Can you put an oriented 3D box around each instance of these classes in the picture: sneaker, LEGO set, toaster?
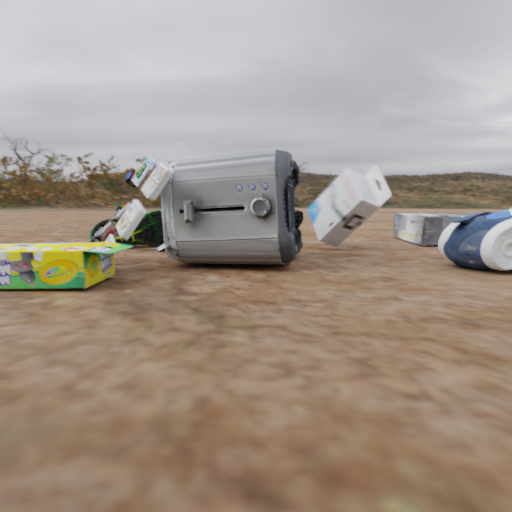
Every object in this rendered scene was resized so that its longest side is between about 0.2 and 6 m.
[{"bbox_3d":[-2.505,-0.569,11.740,1.996,0.779,0.850,-4,7,-28],"label":"sneaker"},{"bbox_3d":[3.840,-0.414,8.364,2.229,0.898,1.632,-19,11,-13],"label":"sneaker"},{"bbox_3d":[-1.883,-0.648,8.559,0.580,1.764,2.362,34,2,-25],"label":"LEGO set"},{"bbox_3d":[-0.295,-0.750,8.984,1.988,1.749,3.078,-1,5,8],"label":"toaster"}]

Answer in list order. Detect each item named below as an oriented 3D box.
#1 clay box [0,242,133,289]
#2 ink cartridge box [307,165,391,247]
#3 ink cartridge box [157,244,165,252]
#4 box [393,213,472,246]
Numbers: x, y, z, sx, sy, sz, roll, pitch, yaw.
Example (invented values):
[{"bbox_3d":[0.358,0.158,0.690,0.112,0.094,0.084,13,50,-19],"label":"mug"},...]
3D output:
[{"bbox_3d":[-2.598,0.107,6.753,2.025,0.482,1.163,0,6,3],"label":"clay box"},{"bbox_3d":[1.780,-1.038,10.938,0.529,0.919,1.587,16,-48,-34],"label":"ink cartridge box"},{"bbox_3d":[-1.592,-0.278,10.992,0.728,0.148,0.727,-35,10,-1],"label":"ink cartridge box"},{"bbox_3d":[4.502,-0.632,12.913,2.082,0.635,2.629,0,6,0],"label":"box"}]
